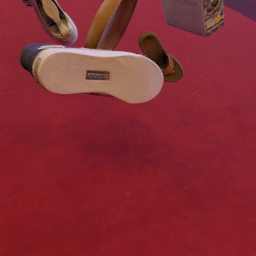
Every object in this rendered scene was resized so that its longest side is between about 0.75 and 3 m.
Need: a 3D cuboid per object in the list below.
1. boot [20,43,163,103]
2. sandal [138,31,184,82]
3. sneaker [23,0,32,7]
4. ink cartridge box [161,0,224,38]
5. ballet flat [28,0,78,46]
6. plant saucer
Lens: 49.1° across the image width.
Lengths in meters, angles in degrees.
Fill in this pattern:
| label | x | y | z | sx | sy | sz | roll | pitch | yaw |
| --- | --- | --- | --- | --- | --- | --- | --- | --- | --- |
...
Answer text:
| label | x | y | z | sx | sy | sz | roll | pitch | yaw |
| --- | --- | --- | --- | --- | --- | --- | --- | --- | --- |
| boot | -0.392 | -0.737 | 3.468 | 1.718 | 0.625 | 0.776 | 3 | 22 | -38 |
| sandal | 0.714 | -1.429 | 5.943 | 0.559 | 1.391 | 0.376 | -35 | 36 | 15 |
| sneaker | -1.937 | -2.631 | 5.481 | 0.461 | 1.233 | 0.506 | 29 | 85 | 47 |
| ink cartridge box | 1.030 | -2.830 | 4.963 | 0.557 | 2.213 | 1.206 | -36 | 45 | -13 |
| ballet flat | -1.475 | -2.185 | 5.688 | 0.624 | 1.796 | 0.624 | -7 | 65 | 14 |
| plant saucer | -0.424 | -2.272 | 6.339 | 0.394 | 2.225 | 2.225 | 29 | 41 | 0 |
